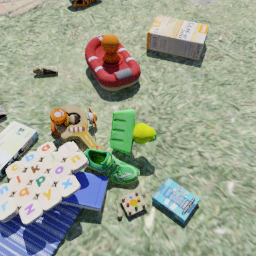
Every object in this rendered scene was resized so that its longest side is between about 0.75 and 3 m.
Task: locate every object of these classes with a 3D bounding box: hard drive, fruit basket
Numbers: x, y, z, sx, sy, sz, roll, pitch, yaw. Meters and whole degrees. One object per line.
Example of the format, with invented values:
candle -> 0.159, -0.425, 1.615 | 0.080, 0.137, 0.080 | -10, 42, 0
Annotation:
hard drive -> -1.640, 1.855, 8.743 | 1.859, 0.236, 1.227 | 12, 40, 1
fruit basket -> 0.183, 0.125, 9.460 | 1.606, 1.606, 1.159 | -7, 7, -5

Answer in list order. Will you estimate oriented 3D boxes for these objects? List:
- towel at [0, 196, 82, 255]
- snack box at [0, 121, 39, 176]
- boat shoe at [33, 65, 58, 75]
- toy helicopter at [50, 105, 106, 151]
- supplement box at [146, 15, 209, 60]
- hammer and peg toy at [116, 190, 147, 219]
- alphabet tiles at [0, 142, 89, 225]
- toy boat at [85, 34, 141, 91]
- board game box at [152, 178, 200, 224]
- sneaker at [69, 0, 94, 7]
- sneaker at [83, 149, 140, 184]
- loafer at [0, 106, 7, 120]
towel -> -2.850, 2.838, 8.297 | 2.165, 0.357, 2.990 | 23, 55, 15
snack box -> -4.272, 0.670, 9.990 | 1.136, 0.363, 1.955 | 22, 54, 18
boat shoe -> -3.731, -2.584, 12.655 | 1.124, 0.412, 0.352 | -8, 48, -7
toy helicopter -> -1.601, 0.120, 10.241 | 1.679, 1.001, 2.539 | -32, 69, -28
supplement box -> 2.451, -4.504, 13.846 | 2.711, 0.997, 1.709 | 16, 53, 12
hammer and peg toy -> 0.034, 2.351, 8.629 | 0.935, 0.330, 0.688 | -20, 53, -16
alphabet tiles -> -2.688, 1.547, 8.606 | 2.962, 0.216, 2.897 | -34, 39, -15
toy boat -> -0.736, -3.159, 12.123 | 1.945, 1.948, 2.980 | -22, 54, -17
board game box -> 1.489, 2.245, 8.749 | 1.185, 0.278, 0.895 | 33, 58, 24
sneaker -> -2.529, -7.749, 16.766 | 2.173, 0.851, 0.839 | -18, 77, -17
sneaker -> -0.583, 1.247, 9.104 | 1.985, 0.830, 0.735 | 21, 68, 4
loafer -> -5.453, -0.270, 10.663 | 0.531, 0.607, 1.688 | 38, 57, 19
